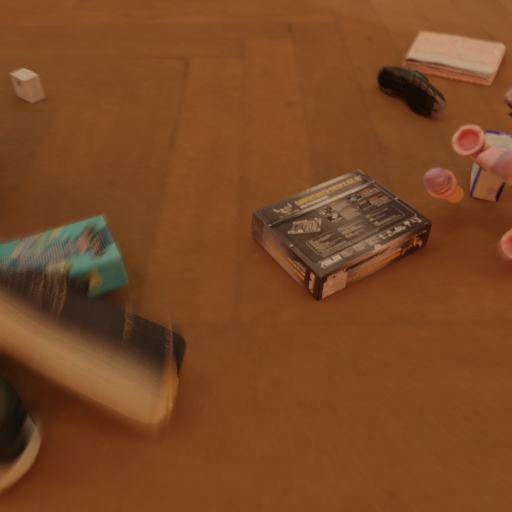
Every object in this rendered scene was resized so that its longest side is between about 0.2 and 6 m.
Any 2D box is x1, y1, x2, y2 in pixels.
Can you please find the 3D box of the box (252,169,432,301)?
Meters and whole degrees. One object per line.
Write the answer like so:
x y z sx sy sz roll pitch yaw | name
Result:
1.288 -0.408 8.646 2.187 0.529 1.732 -24 47 -24 | box

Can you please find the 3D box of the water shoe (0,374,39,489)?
-3.578 1.164 6.299 3.303 1.304 1.181 29 46 28 | water shoe

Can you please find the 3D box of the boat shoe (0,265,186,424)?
-2.339 0.625 6.271 3.466 1.293 1.079 30 61 -5 | boat shoe

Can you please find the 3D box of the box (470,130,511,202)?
4.070 -1.559 9.684 0.488 0.855 0.929 13 43 11 | box

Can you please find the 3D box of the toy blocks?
3.670 -1.305 7.940 1.783 2.118 1.979 14 28 -54 | toy blocks

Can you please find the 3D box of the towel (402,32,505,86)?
4.886 -4.949 13.840 2.172 0.350 2.075 18 45 18 | towel

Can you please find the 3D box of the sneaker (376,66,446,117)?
3.486 -3.681 12.135 0.790 0.752 1.994 -18 45 -21 | sneaker

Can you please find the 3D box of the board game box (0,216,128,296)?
-2.904 0.183 7.743 1.948 0.457 1.471 -18 33 -16 | board game box

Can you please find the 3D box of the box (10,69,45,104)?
-5.030 -3.747 12.340 0.556 0.559 0.365 30 52 30 | box
